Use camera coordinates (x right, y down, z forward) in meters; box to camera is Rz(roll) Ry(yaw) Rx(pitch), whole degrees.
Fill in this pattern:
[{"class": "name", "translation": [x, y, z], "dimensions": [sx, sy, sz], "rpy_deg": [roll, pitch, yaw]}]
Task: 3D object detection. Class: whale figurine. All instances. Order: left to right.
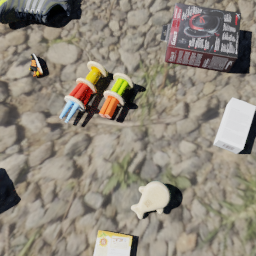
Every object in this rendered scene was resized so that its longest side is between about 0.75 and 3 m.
[{"class": "whale figurine", "translation": [0.671, 2.056, 8.064], "dimensions": [1.213, 0.629, 0.965], "rpy_deg": [-45, 82, 9]}]

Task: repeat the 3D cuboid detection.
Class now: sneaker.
[{"class": "sneaker", "translation": [-3.277, -2.182, 9.728], "dimensions": [0.412, 0.320, 0.915], "rpy_deg": [-25, 73, -12]}, {"class": "sneaker", "translation": [-3.393, -4.326, 10.202], "dimensions": [2.795, 1.033, 1.131], "rpy_deg": [-21, 74, -6]}]

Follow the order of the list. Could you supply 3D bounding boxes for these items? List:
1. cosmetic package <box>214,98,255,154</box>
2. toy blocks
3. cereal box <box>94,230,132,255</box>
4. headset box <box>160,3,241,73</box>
[{"class": "cosmetic package", "translation": [3.352, -0.076, 8.804], "dimensions": [0.793, 0.557, 1.563], "rpy_deg": [23, 71, 8]}, {"class": "toy blocks", "translation": [-1.037, -0.907, 9.006], "dimensions": [1.785, 0.778, 2.142], "rpy_deg": [25, 71, 10]}, {"class": "cereal box", "translation": [-0.457, 3.552, 7.590], "dimensions": [0.969, 0.266, 1.347], "rpy_deg": [10, 70, 4]}, {"class": "headset box", "translation": [2.444, -3.171, 9.751], "dimensions": [2.573, 0.965, 1.913], "rpy_deg": [10, 70, 4]}]
